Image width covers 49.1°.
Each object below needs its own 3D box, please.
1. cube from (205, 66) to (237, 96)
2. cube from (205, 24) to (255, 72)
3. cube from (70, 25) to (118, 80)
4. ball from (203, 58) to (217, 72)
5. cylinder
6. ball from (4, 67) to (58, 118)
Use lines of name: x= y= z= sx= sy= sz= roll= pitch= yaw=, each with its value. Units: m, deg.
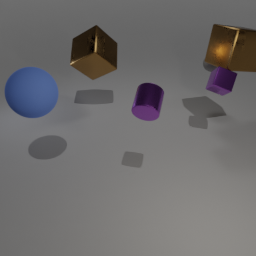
cube: x=3.233 y=-1.617 z=9.732 sx=0.700 sy=0.700 sz=0.700 roll=21 pitch=-6 yaw=-4
cube: x=3.880 y=-2.897 z=10.142 sx=1.400 sy=1.400 sz=1.400 roll=-2 pitch=26 yaw=-22
cube: x=-1.400 y=-3.103 z=11.726 sx=1.400 sy=1.400 sz=1.400 roll=-16 pitch=61 yaw=33
ball: x=3.405 y=-2.641 z=11.378 sx=0.700 sy=0.700 sz=0.700 roll=0 pitch=31 yaw=0
cylinder: x=0.497 y=-0.643 z=6.955 sx=0.700 sy=0.700 sz=0.700 roll=8 pitch=62 yaw=14
ball: x=-2.635 y=-0.969 z=7.707 sx=1.400 sy=1.400 sz=1.400 roll=0 pitch=31 yaw=0
